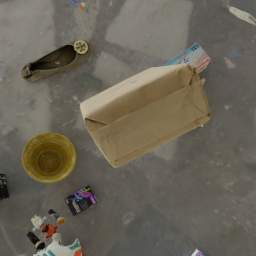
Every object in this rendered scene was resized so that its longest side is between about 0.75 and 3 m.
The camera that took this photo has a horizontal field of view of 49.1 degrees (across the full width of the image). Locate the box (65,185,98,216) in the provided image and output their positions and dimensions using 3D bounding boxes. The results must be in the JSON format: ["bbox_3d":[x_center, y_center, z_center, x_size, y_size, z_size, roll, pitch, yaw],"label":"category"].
[{"bbox_3d":[-1.640,2.539,9.806,0.966,0.174,0.691,-30,80,-5],"label":"box"}]

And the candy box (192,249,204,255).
[{"bbox_3d":[2.329,4.701,9.263,0.820,0.350,0.978,40,81,8],"label":"candy box"}]

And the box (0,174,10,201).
[{"bbox_3d":[-4.995,2.146,9.409,1.481,1.100,0.921,-16,79,-3],"label":"box"}]

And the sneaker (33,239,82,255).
[{"bbox_3d":[-2.572,4.154,9.226,2.159,0.760,1.009,-4,72,-3],"label":"sneaker"}]

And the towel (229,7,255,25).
[{"bbox_3d":[3.054,-2.944,7.347,0.576,0.869,0.150,38,117,28],"label":"towel"}]

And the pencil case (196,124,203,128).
[{"bbox_3d":[2.165,-0.662,10.248,0.699,0.608,1.563,-22,78,10],"label":"pencil case"}]

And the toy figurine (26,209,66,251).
[{"bbox_3d":[-2.039,2.555,7.058,0.578,0.830,0.817,31,109,30],"label":"toy figurine"}]

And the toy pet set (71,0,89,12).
[{"bbox_3d":[-1.959,-5.160,11.379,0.764,0.434,0.818,17,80,-32],"label":"toy pet set"}]

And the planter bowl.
[{"bbox_3d":[-2.724,1.101,9.719,1.760,0.733,1.760,7,66,-15],"label":"planter bowl"}]

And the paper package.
[{"bbox_3d":[0.227,-0.476,7.406,2.737,2.872,1.486,-27,105,-6],"label":"paper package"}]

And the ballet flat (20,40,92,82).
[{"bbox_3d":[-2.719,-2.586,10.614,2.893,0.671,0.975,-25,79,-5],"label":"ballet flat"}]

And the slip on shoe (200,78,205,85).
[{"bbox_3d":[2.606,-1.569,10.636,0.249,0.301,0.813,32,83,38],"label":"slip on shoe"}]

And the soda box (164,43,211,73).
[{"bbox_3d":[1.752,-1.997,10.417,2.576,0.819,0.881,-35,80,-8],"label":"soda box"}]
